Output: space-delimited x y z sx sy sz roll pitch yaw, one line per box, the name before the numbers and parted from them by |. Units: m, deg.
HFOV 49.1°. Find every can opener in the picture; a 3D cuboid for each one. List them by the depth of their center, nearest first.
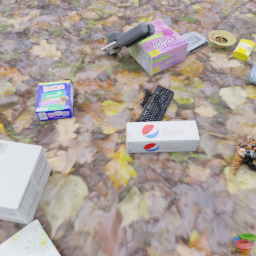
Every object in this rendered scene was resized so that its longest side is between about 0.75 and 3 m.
can opener | -0.137 -3.753 11.563 0.768 0.970 2.918 -14 6 -39

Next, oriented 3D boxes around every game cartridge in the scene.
game cartridge | 2.822 -3.942 13.011 1.561 0.319 1.039 -31 63 -21

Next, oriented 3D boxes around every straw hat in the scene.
straw hat | 4.251 -3.946 12.861 1.222 0.517 1.222 2 53 -2

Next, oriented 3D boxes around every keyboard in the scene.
keyboard | 0.967 -0.938 10.707 1.102 0.419 2.117 20 55 14

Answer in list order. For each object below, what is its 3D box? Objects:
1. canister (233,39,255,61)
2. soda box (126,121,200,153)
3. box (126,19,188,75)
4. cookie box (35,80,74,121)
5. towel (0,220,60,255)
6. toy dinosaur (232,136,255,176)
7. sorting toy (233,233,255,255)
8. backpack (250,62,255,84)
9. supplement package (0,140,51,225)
canister | 5.205 -3.504 12.606 0.708 0.413 0.954 27 59 19
soda box | 1.132 0.308 9.553 2.397 0.763 0.816 -2 53 -1
box | 1.199 -3.596 12.285 1.851 1.017 2.104 -26 58 -18
cookie box | -2.770 -1.072 10.687 1.278 0.561 1.493 -6 53 -2
towel | -2.617 3.710 7.221 1.779 0.500 2.078 -32 60 -25
toy dinosaur | 3.972 0.984 9.196 1.189 0.895 1.753 29 76 36
sorting toy | 3.168 3.178 7.611 0.545 0.907 0.372 -7 88 38
backpack | 5.401 -2.263 11.465 0.855 0.908 1.113 1 59 11
supplement package | -3.875 1.498 8.265 2.504 1.388 1.950 8 55 5
